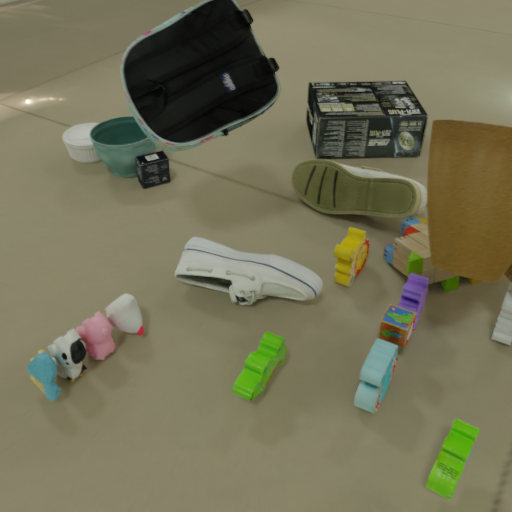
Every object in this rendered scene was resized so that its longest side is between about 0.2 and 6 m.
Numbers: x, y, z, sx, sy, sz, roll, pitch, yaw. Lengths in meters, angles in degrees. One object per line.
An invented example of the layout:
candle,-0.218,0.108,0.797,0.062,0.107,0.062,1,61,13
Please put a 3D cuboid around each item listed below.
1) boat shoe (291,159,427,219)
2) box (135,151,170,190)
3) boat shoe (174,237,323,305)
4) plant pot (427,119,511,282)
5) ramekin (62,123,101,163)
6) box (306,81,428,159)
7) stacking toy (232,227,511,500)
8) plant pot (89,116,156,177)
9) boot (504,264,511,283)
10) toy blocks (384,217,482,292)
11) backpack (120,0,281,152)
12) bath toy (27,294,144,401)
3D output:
boat shoe,2.123,-1.327,11.671,2.959,1.106,1.012,21,15,35
box,-2.318,-1.931,12.590,0.661,0.672,0.394,-18,46,-22
boat shoe,-0.180,0.456,9.647,2.587,0.951,0.864,14,63,23
plant pot,2.833,-0.642,6.955,1.670,1.792,1.670,10,10,-2
ramekin,-4.070,-2.736,13.683,1.212,0.564,1.212,0,38,0
box,2.690,-3.464,14.124,2.620,1.128,2.146,-2,39,-3
stacking toy,2.052,1.314,8.487,3.116,0.971,4.132,20,45,25
plant pot,-2.991,-2.459,12.982,1.505,1.008,1.505,-2,39,1
boot,4.756,0.426,8.618,2.012,0.942,2.589,17,37,-44
toy blocks,3.288,-0.218,10.358,2.237,1.118,1.529,-14,30,-18
backpack,-0.999,-2.749,8.918,2.219,1.969,1.670,-32,11,-11
bath toy,-2.482,1.338,8.549,0.716,0.842,1.936,52,49,-1
